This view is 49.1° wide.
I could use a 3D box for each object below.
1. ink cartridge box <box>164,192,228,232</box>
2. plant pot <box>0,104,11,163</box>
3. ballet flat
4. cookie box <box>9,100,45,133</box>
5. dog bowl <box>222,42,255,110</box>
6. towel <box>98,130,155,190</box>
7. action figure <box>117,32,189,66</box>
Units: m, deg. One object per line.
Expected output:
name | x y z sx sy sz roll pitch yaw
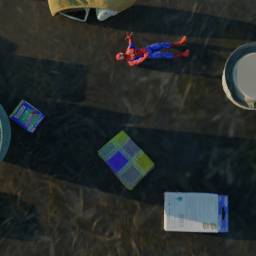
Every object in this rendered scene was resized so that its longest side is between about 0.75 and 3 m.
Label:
ink cartridge box | 1.931 2.391 7.995 1.775 0.372 1.059 1 82 3
plant pot | -4.345 0.130 7.459 2.815 1.896 2.815 0 91 0
ballet flat | -1.121 -3.787 8.789 2.725 0.935 0.859 5 109 3
cookie box | -3.029 -0.346 8.431 0.782 0.294 0.669 35 85 5
dog bowl | 3.840 -1.484 8.445 2.075 0.608 2.075 0 82 0
towel | -0.043 0.938 8.306 1.084 0.172 1.509 -41 84 -5
action figure | 0.722 -2.398 8.386 2.201 1.090 0.718 -10 81 1
